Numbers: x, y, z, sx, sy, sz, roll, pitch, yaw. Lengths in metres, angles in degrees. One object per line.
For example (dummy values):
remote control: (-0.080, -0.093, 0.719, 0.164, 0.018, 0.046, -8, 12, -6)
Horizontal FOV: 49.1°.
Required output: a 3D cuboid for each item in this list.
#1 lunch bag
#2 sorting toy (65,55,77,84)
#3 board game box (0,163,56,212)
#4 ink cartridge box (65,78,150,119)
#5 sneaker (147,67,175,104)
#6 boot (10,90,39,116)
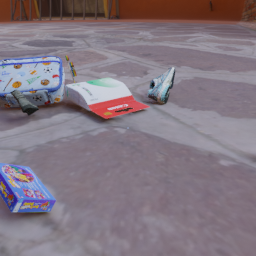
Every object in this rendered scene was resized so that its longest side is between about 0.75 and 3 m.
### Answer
lunch bag: (-3.718, -1.822, 10.505, 2.622, 0.991, 2.101, -4, 56, -6)
sorting toy: (-2.394, -2.474, 12.165, 0.229, 1.355, 0.653, -18, 53, -6)
board game box: (-2.074, 1.141, 5.445, 1.237, 0.277, 0.832, 34, 8, 39)
ink cartridge box: (-0.771, -1.188, 10.285, 2.078, 0.647, 2.582, -18, 29, -37)
sneaker: (1.342, -1.846, 11.229, 0.881, 0.792, 2.041, 14, 46, 14)
boot: (-3.391, -0.873, 9.214, 0.415, 0.801, 1.226, -34, -1, -6)
